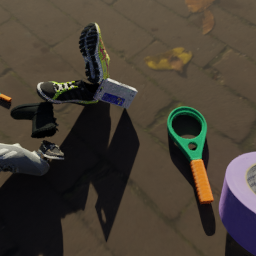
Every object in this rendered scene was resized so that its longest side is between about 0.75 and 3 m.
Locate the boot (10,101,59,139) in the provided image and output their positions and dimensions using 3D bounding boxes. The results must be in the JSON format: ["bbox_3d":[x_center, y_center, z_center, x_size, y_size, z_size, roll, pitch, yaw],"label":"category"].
[{"bbox_3d":[-2.580,-0.175,7.741,1.294,0.479,1.060,-12,56,-9],"label":"boot"}]

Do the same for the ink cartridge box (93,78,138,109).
[{"bbox_3d":[-0.390,-1.029,8.244,1.317,0.655,0.258,15,24,-40],"label":"ink cartridge box"}]

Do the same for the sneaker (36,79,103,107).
[{"bbox_3d":[-1.622,-1.181,8.160,2.012,0.833,0.721,2,51,-38],"label":"sneaker"}]

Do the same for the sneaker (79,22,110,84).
[{"bbox_3d":[-0.981,-2.332,8.826,0.736,0.850,1.883,-1,96,33],"label":"sneaker"}]

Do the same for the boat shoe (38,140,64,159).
[{"bbox_3d":[-2.045,0.585,7.521,0.460,1.245,0.376,16,87,-34],"label":"boat shoe"}]

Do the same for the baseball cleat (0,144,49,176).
[{"bbox_3d":[-3.551,0.948,7.087,2.870,1.001,1.527,20,53,-5],"label":"baseball cleat"}]

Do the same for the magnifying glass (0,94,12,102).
[{"bbox_3d":[-4.167,-1.066,8.965,0.994,0.111,0.396,23,65,11],"label":"magnifying glass"}]

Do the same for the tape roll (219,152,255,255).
[{"bbox_3d":[3.429,1.673,6.253,2.561,1.088,2.561,0,30,0],"label":"tape roll"}]

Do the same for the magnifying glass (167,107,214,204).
[{"bbox_3d":[1.848,0.667,7.938,1.153,0.325,2.898,-6,60,-5],"label":"magnifying glass"}]
